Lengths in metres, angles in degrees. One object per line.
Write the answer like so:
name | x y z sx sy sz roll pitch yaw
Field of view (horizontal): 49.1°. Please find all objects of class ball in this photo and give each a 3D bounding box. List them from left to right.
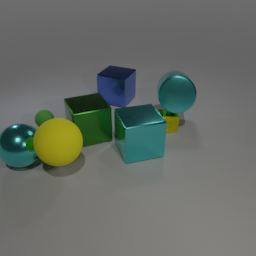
ball | -3.411 0.554 8.907 1.400 1.400 1.400 0 31 0
ball | -3.099 -0.330 10.418 0.700 0.700 0.700 0 31 0
ball | -2.035 0.411 8.207 1.400 1.400 1.400 0 31 0

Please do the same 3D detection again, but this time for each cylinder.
cylinder | 1.845 -1.417 10.799 1.400 1.400 1.400 2 20 4

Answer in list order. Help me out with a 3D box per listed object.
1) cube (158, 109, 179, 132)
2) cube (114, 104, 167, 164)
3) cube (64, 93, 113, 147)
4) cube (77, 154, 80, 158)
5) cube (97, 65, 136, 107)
cube | 1.557 -0.297 11.010 0.700 0.700 0.700 -2 31 -7
cube | 0.376 0.156 9.575 1.400 1.400 1.400 -9 32 -14
cube | -1.467 -0.315 10.355 1.400 1.400 1.400 -12 33 -19
cube | -2.092 0.651 9.436 0.700 0.700 0.700 -20 36 -30
cube | -0.519 -1.971 13.101 1.400 1.400 1.400 13 33 18
